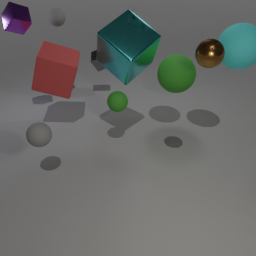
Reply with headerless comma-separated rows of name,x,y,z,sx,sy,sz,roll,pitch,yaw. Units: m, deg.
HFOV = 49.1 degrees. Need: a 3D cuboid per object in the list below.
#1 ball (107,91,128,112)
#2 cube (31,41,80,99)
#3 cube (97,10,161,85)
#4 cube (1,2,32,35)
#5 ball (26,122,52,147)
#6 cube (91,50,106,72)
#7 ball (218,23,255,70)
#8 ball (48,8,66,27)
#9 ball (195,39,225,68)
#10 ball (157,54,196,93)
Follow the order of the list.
ball,-0.349,-0.885,9.382,0.700,0.700,0.700,0,32,0
cube,-2.647,-2.153,10.371,1.400,1.400,1.400,13,36,-15
cube,-0.026,-2.535,8.936,1.400,1.400,1.400,42,69,10
cube,-3.873,-3.797,9.741,0.700,0.700,0.700,-2,-20,-47
ball,-2.488,0.188,7.853,0.700,0.700,0.700,0,32,0
cube,-1.265,-3.215,13.116,0.700,0.700,0.700,-17,52,19
ball,3.494,-2.540,8.749,1.400,1.400,1.400,0,32,0
ball,-2.875,-4.456,11.286,0.700,0.700,0.700,0,32,0
ball,1.984,-1.805,6.796,0.700,0.700,0.700,0,32,0
ball,1.779,-1.983,10.262,1.400,1.400,1.400,0,32,0
